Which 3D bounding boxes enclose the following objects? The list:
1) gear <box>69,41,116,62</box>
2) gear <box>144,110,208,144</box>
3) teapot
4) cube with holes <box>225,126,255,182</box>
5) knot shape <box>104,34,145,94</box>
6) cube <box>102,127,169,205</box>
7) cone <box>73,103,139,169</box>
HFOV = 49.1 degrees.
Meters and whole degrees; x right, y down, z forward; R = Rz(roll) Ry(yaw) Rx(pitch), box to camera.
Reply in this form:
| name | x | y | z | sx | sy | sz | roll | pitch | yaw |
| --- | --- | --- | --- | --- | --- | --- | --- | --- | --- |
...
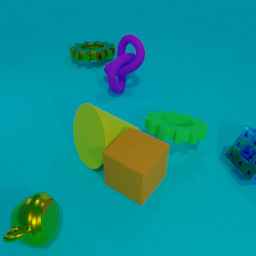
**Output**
| name | x | y | z | sx | sy | sz | roll | pitch | yaw |
| --- | --- | --- | --- | --- | --- | --- | --- | --- | --- |
| gear | -1.472 | -3.228 | 11.698 | 1.872 | 0.346 | 1.872 | -1 | 31 | 1 |
| gear | 1.292 | -0.060 | 7.552 | 1.651 | 0.305 | 1.651 | 6 | 22 | -3 |
| teapot | -1.845 | 1.785 | 5.522 | 0.823 | 1.046 | 1.682 | -8 | 5 | 12 |
| cube with holes | 3.169 | 0.654 | 6.767 | 0.925 | 0.925 | 0.925 | 9 | 32 | -33 |
| knot shape | -0.212 | -2.260 | 9.958 | 0.928 | 2.008 | 1.879 | 26 | 7 | -16 |
| cube | 0.188 | 0.870 | 6.606 | 1.114 | 1.114 | 1.114 | 24 | 46 | 26 |
| cone | -0.341 | 0.119 | 7.497 | 1.659 | 1.652 | 1.652 | -8 | 37 | -36 |
